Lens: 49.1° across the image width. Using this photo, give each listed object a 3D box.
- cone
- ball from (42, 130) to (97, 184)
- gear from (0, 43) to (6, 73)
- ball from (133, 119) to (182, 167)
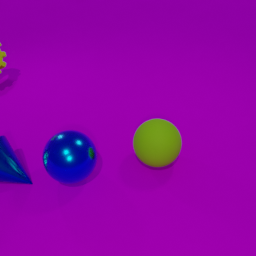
[{"bbox_3d":[-2.423,0.876,5.779,1.061,1.057,1.057,33,43,-3],"label":"cone"},{"bbox_3d":[-1.171,0.581,5.680,1.090,1.090,1.090,0,39,0],"label":"ball"},{"bbox_3d":[-4.232,-2.118,8.090,0.251,1.359,1.359,-13,27,38],"label":"gear"},{"bbox_3d":[0.628,0.320,6.031,1.037,1.037,1.037,0,39,0],"label":"ball"}]
